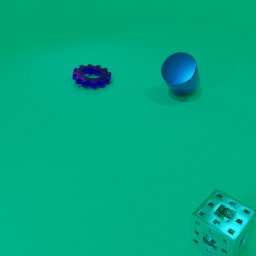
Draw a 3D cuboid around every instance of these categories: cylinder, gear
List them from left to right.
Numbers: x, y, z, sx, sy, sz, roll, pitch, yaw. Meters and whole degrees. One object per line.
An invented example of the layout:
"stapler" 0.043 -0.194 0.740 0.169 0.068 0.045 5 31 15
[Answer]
"gear" -1.218 -1.762 9.464 1.291 0.239 1.291 6 39 -5
"cylinder" 1.602 -1.588 8.425 1.028 1.028 1.028 -5 76 19

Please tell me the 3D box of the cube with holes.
"cube with holes" 1.600 1.687 4.763 0.758 0.758 0.758 -32 42 -34
